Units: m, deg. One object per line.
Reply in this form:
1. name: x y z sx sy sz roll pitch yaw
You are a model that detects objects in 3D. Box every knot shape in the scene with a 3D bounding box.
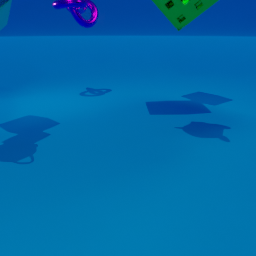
1. knot shape: -1.726 -3.861 8.793 1.595 0.737 1.493 39 23 -3

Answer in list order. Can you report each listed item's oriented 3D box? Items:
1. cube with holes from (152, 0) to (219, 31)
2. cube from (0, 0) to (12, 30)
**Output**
1. cube with holes: 1.193 -3.450 6.341 1.392 1.392 1.392 -33 44 28
2. cube: -2.988 -2.269 5.308 1.006 1.006 1.006 -57 18 -24
